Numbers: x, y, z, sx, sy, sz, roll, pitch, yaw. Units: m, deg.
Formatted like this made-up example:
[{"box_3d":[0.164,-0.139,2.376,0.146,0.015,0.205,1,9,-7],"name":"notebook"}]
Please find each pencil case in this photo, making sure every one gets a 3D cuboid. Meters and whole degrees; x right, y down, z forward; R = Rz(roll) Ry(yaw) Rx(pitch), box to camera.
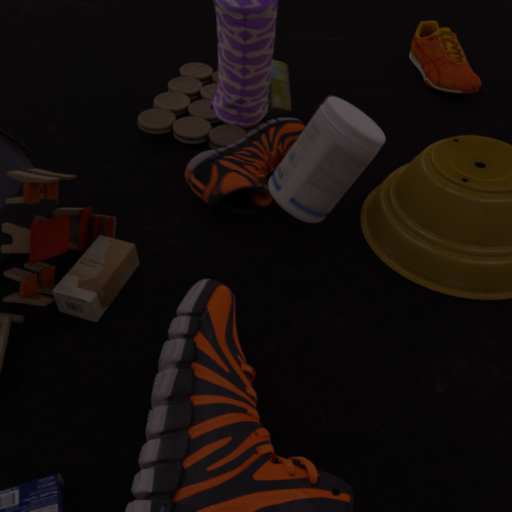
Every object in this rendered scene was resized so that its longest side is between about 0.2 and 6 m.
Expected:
[{"box_3d":[-0.240,-3.118,8.661,1.020,2.385,1.001,8,55,3],"name":"pencil case"}]

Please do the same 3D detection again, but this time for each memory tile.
[{"box_3d":[-0.893,-3.073,11.399,2.247,0.246,2.932,14,44,9],"name":"memory tile"}]

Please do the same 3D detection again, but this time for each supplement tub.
[{"box_3d":[0.998,-1.369,8.202,1.056,1.600,1.056,27,32,-19],"name":"supplement tub"}]

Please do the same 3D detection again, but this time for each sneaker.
[{"box_3d":[4.095,-4.382,12.334,0.959,1.013,2.627,-10,46,-12],"name":"sneaker"},{"box_3d":[-0.071,1.877,5.643,1.989,1.377,3.551,6,54,1],"name":"sneaker"},{"box_3d":[0.104,-1.399,9.364,2.354,0.913,1.319,-30,53,-14],"name":"sneaker"}]

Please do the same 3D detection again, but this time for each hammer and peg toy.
[{"box_3d":[-3.644,1.073,6.821,1.277,0.612,1.736,-5,44,-6],"name":"hammer and peg toy"}]

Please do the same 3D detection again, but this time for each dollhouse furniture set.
[{"box_3d":[-2.650,-0.295,7.664,0.866,1.682,1.664,9,12,6],"name":"dollhouse furniture set"}]

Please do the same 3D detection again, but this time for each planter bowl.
[{"box_3d":[3.228,-0.904,8.430,3.126,1.302,3.126,0,44,0],"name":"planter bowl"}]

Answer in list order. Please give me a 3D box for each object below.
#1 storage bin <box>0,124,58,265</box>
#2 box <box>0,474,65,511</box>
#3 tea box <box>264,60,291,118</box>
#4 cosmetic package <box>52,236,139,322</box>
[{"box_3d":[-3.919,-0.770,7.889,1.360,1.474,2.025,40,87,23],"name":"storage bin"},{"box_3d":[-2.201,2.795,5.290,0.782,0.209,1.291,-12,43,-12],"name":"box"},{"box_3d":[0.120,-3.192,10.651,0.625,0.936,0.921,-5,3,43],"name":"tea box"},{"box_3d":[-2.195,0.292,7.786,0.631,0.427,1.200,13,45,13],"name":"cosmetic package"}]
